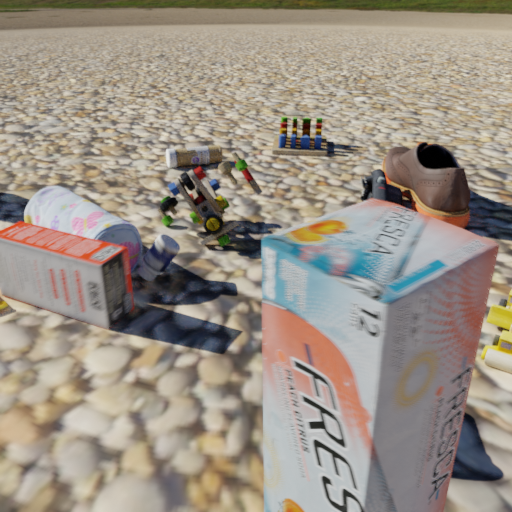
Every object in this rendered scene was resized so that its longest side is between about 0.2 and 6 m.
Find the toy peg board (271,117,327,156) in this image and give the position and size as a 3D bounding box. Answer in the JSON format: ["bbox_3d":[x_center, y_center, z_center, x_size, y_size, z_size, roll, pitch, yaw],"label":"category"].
[{"bbox_3d":[1.091,-2.995,13.871,1.346,0.658,1.341,2,27,5],"label":"toy peg board"}]

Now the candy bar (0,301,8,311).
[{"bbox_3d":[-4.094,0.398,7.763,1.964,0.218,0.490,24,34,39],"label":"candy bar"}]

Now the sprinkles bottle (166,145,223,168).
[{"bbox_3d":[-1.402,-2.265,12.705,1.241,0.424,0.424,-9,29,-16],"label":"sprinkles bottle"}]

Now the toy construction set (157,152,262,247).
[{"bbox_3d":[-0.594,-0.823,9.346,1.669,1.283,1.392,-31,-7,-20],"label":"toy construction set"}]

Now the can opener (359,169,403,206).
[{"bbox_3d":[2.204,-0.987,9.961,0.826,0.666,2.101,5,27,12],"label":"can opener"}]

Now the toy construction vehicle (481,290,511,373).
[{"bbox_3d":[3.316,0.878,6.510,1.253,0.507,1.439,19,33,32],"label":"toy construction vehicle"}]

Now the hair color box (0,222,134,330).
[{"bbox_3d":[-2.539,0.222,7.317,1.862,0.945,0.570,14,30,23],"label":"hair color box"}]

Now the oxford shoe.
[{"bbox_3d":[3.264,-1.674,10.705,1.173,1.196,3.297,-3,27,-6],"label":"oxford shoe"}]

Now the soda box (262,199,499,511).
[{"bbox_3d":[0.653,1.121,3.523,0.956,2.796,0.889,-21,33,-33],"label":"soda box"}]

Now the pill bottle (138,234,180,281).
[{"bbox_3d":[-1.397,0.039,7.963,0.359,0.647,0.359,34,20,-14],"label":"pill bottle"}]

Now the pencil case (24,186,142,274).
[{"bbox_3d":[-2.647,-0.349,8.431,2.155,0.896,0.977,24,71,39],"label":"pencil case"}]
